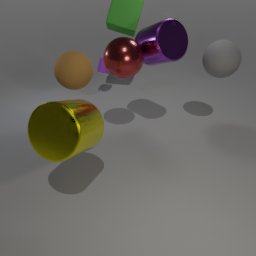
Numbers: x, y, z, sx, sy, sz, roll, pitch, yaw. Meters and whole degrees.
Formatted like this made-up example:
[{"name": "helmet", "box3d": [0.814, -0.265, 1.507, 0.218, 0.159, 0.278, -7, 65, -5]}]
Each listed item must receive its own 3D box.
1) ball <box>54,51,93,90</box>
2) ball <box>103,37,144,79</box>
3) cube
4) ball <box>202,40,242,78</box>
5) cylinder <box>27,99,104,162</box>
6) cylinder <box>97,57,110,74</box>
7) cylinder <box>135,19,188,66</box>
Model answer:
[{"name": "ball", "box3d": [-1.981, -2.098, 10.218, 1.400, 1.400, 1.400, 0, 31, 0]}, {"name": "ball", "box3d": [-0.146, -2.398, 9.604, 1.400, 1.400, 1.400, 0, 31, 0]}, {"name": "cube", "box3d": [-0.157, -5.262, 13.110, 1.400, 1.400, 1.400, 16, 8, -4]}, {"name": "ball", "box3d": [3.528, -2.597, 10.557, 1.400, 1.400, 1.400, 0, 31, 0]}, {"name": "cylinder", "box3d": [-1.492, 0.013, 6.972, 1.400, 1.400, 1.400, 10, 11, 17]}, {"name": "cylinder", "box3d": [-1.130, -3.095, 13.975, 0.700, 0.700, 0.700, 12, 10, -2]}, {"name": "cylinder", "box3d": [1.155, -2.993, 9.931, 1.400, 1.400, 1.400, -19, 14, -29]}]
